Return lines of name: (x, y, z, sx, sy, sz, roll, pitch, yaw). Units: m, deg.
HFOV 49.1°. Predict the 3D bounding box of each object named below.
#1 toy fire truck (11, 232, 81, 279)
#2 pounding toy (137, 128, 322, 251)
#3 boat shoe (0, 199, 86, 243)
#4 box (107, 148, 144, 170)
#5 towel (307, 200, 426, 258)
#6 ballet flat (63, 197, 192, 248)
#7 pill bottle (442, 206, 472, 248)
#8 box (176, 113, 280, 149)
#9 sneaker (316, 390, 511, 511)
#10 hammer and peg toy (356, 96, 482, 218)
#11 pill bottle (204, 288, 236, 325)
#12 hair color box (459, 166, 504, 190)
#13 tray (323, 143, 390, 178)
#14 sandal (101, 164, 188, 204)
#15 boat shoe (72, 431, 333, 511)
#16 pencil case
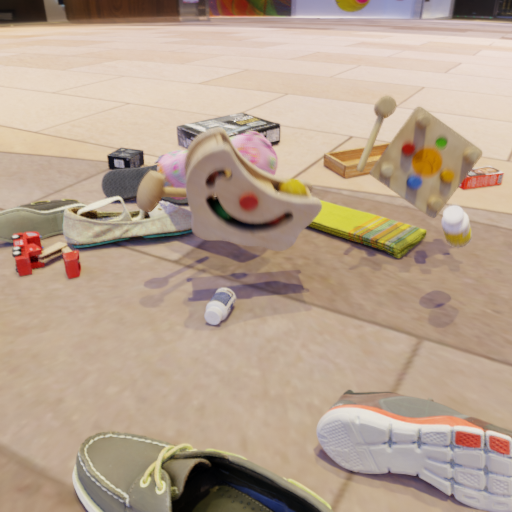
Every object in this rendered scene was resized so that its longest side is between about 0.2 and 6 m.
toy fire truck: (-3.717, -0.037, 9.897, 1.066, 0.368, 1.511, -11, 30, -20)
pounding toy: (-0.403, -1.181, 8.510, 2.603, 1.488, 1.493, 9, 32, -16)
boat shoe: (-4.200, -0.705, 10.831, 1.954, 0.696, 0.588, -9, 26, -30)
box: (-3.293, -2.438, 14.189, 0.668, 0.399, 0.679, 10, 31, 18)
towel: (1.828, -0.644, 11.178, 2.881, 0.260, 1.240, 21, 30, 34)
ballet flat: (-2.304, -0.732, 10.629, 2.645, 0.825, 0.892, -10, 23, -18)
pill bottle: (2.905, -0.434, 8.134, 0.376, 0.675, 0.376, -13, 56, 20)
box: (-0.767, -3.404, 15.728, 2.331, 0.580, 1.838, -21, 35, -32)
sneaker: (1.951, 1.855, 5.966, 2.480, 0.956, 1.015, 11, 25, 17)
hammer and peg toy: (2.613, -1.714, 9.499, 1.977, 1.454, 0.697, 34, 9, -3)
pill bottle: (-0.556, 0.771, 8.472, 0.338, 0.338, 0.609, 9, 30, 15)
hair color box: (5.205, -1.842, 13.196, 1.053, 0.322, 0.534, -9, 29, -16)
tray: (2.845, -2.432, 14.226, 2.039, 0.377, 1.005, -14, 32, -22)
sandal: (-2.173, -1.616, 12.337, 2.375, 0.903, 0.509, 3, 2, 4)
boat shoe: (-0.536, 2.245, 5.242, 2.951, 0.882, 1.055, 15, 32, 25)
pencil case: (-0.751, -1.587, 9.934, 2.282, 0.998, 0.998, -2, 21, 42)
